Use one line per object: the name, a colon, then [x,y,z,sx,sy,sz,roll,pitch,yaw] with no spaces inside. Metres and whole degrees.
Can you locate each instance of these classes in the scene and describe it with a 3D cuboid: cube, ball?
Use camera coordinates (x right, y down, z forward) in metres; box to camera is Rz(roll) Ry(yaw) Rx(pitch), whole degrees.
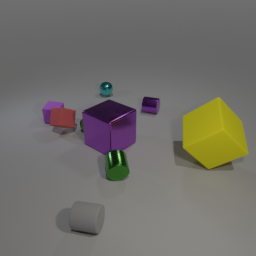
cube: [-2.562,-0.395,11.003,0.700,0.700,0.700,1,-6,41]
cube: [-0.655,-0.033,10.192,1.400,1.400,1.400,23,37,35]
ball: [-1.101,-1.996,14.211,0.700,0.700,0.700,0,30,0]
cube: [2.690,0.192,8.809,1.400,1.400,1.400,-31,34,35]
cube: [-3.146,-0.657,11.899,0.700,0.700,0.700,7,36,6]

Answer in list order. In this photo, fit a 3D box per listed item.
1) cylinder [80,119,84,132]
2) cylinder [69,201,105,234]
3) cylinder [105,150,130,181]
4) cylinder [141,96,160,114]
cylinder: [-1.441,-0.188,11.168,0.700,0.700,0.700,17,34,27]
cylinder: [-1.005,2.205,6.948,0.700,0.700,0.700,5,30,12]
cylinder: [-0.343,1.152,8.705,0.700,0.700,0.700,-4,39,-8]
cylinder: [1.039,-1.039,12.652,0.700,0.700,0.700,10,31,17]
